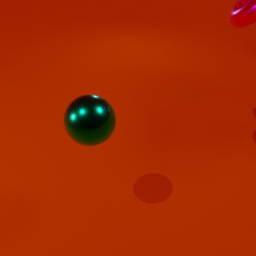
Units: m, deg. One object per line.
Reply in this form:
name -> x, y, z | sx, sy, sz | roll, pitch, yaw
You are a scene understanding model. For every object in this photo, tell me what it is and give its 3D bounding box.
ball -> -0.556, -0.113, 4.105 | 0.763, 0.763, 0.763 | 0, 42, 0
knot shape -> 2.295, -2.240, 4.483 | 1.878, 0.868, 1.757 | -18, 43, -15
